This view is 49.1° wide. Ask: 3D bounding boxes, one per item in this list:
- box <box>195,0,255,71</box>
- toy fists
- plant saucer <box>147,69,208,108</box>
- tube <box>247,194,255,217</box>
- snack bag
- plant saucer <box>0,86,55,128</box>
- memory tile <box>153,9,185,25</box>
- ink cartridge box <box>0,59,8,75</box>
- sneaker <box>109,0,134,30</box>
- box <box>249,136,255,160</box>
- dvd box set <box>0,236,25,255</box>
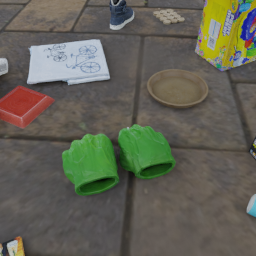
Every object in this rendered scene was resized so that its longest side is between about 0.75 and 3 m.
[{"bbox_3d":[4.241,-3.968,10.348,2.642,2.743,1.673,-20,48,-20],"label":"box"},{"bbox_3d":[-0.233,0.711,6.943,2.708,0.931,1.381,-12,53,-14],"label":"toy fists"},{"bbox_3d":[1.646,-1.312,9.412,2.024,0.298,2.024,1,44,-1],"label":"plant saucer"},{"bbox_3d":[3.501,2.023,5.966,1.788,0.451,0.692,25,58,17],"label":"tube"},{"bbox_3d":[-2.299,-2.501,10.613,2.940,0.315,2.772,-8,45,-8],"label":"snack bag"},{"bbox_3d":[-3.394,-0.773,8.880,1.518,0.279,1.521,20,49,19],"label":"plant saucer"},{"bbox_3d":[1.984,-5.466,13.759,1.114,0.122,1.453,-16,47,-15],"label":"memory tile"},{"bbox_3d":[-5.623,-2.014,9.393,2.421,0.606,1.948,4,20,0],"label":"ink cartridge box"},{"bbox_3d":[-0.250,-5.651,13.002,0.779,1.481,2.049,13,45,16],"label":"sneaker"},{"bbox_3d":[3.524,0.667,7.020,0.228,0.824,1.028,-13,47,-11],"label":"box"},{"bbox_3d":[-2.360,2.681,5.459,0.691,0.139,0.944,-17,47,-15],"label":"dvd box set"}]
